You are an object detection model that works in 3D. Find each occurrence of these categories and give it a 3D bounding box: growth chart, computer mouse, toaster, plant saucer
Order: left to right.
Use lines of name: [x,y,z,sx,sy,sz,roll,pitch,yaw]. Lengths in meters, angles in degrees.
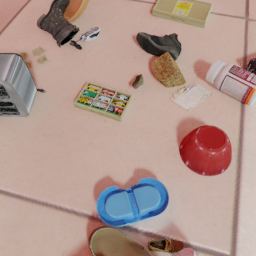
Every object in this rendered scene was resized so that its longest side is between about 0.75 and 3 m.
toaster: [-4.570,-1.543,10.183,2.405,2.175,1.427,2,59,2]
plant saucer: [-2.624,-6.412,13.541,0.507,2.710,2.710,7,44,-45]
computer mouse: [-1.901,-4.148,12.980,1.648,0.362,0.904,-40,47,-23]
growth chart: [2.531,-1.292,11.203,1.517,0.135,1.098,-35,62,-21]

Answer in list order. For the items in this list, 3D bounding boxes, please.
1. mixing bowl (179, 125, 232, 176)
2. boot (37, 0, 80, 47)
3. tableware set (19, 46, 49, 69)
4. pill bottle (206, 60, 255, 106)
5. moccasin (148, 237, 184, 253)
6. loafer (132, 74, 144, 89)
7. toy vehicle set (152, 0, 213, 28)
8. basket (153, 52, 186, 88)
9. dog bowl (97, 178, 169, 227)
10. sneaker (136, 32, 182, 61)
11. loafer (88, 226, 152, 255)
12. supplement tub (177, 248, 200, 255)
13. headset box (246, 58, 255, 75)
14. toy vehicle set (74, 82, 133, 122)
mixing bowl: [2.703,0.583,9.424,1.829,0.991,1.829,-1,55,1]
boot: [-3.019,-5.038,13.278,2.001,0.796,2.299,37,86,21]
tableware set: [-4.241,-3.104,12.411,1.454,0.169,1.215,-24,59,-16]
pill bottle: [4.181,-1.819,10.965,2.044,1.120,1.120,34,62,21]
moccasin: [1.074,3.301,7.924,1.017,0.393,0.372,6,56,4]
loafer: [0.455,-1.831,11.282,0.379,0.336,0.997,-19,28,32]
toy vehicle set: [2.782,-6.030,14.274,2.725,0.361,1.693,19,58,13]
basket: [1.677,-2.286,11.709,0.940,0.981,1.317,-31,55,19]
dog bowl: [0.155,2.303,8.517,2.185,0.542,1.218,-13,57,-8]
sneaker: [1.458,-3.831,12.547,2.118,0.810,1.213,28,58,14]
loafer: [0.176,3.590,7.351,2.990,1.008,1.137,31,61,19]
supplement tub: [1.715,3.671,7.300,0.659,0.659,0.906,-38,101,-23]
headset box: [6.005,-2.196,11.468,1.358,0.705,1.825,-23,60,-15]
toy vehicle set: [-0.946,-1.058,10.964,1.986,0.263,1.234,18,58,12]
